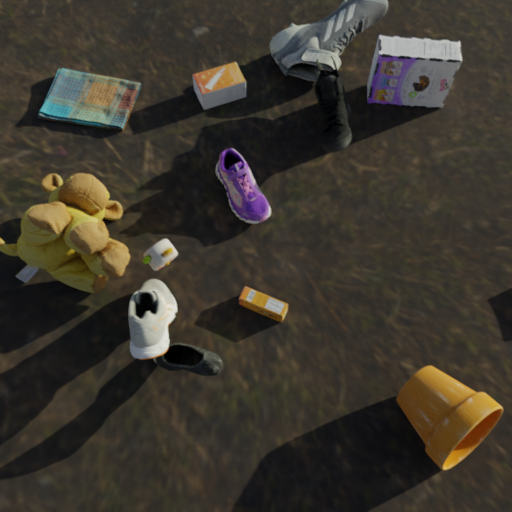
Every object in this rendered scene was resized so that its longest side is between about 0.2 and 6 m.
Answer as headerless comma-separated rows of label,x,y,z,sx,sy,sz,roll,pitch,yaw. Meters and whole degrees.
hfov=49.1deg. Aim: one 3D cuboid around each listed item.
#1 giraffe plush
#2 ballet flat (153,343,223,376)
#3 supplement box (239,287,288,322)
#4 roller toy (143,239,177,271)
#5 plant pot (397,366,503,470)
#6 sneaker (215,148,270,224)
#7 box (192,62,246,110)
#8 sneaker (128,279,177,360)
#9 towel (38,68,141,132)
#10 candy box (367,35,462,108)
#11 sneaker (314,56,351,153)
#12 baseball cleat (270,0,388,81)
giraffe plush,-3.596,-0.683,11.115,2.626,2.266,2.130,-13,45,33
ballet flat,-1.288,1.785,10.067,1.730,0.492,0.575,0,49,42
supplement box,0.141,0.952,10.975,0.941,0.313,0.324,24,63,11
roller toy,-1.808,-0.009,10.710,0.622,0.568,0.435,-37,90,12
plant pot,3.195,2.661,9.608,1.432,1.432,1.311,-34,52,-16
sneaker,-0.321,-1.546,11.958,0.754,0.829,1.875,-25,67,-13
box,-0.875,-4.061,13.387,1.113,0.542,0.692,-20,65,-10
sneaker,-1.904,0.876,10.201,0.810,0.984,2.139,-7,29,-5
towel,-3.977,-3.762,13.417,2.108,0.229,1.546,10,64,5
candy box,3.585,-4.207,12.905,1.822,1.528,0.652,5,63,3
sneaker,1.637,-3.380,12.387,0.718,1.247,2.390,-12,38,22
baseball cleat,1.995,-5.254,13.810,3.211,1.120,1.709,-24,70,-1
